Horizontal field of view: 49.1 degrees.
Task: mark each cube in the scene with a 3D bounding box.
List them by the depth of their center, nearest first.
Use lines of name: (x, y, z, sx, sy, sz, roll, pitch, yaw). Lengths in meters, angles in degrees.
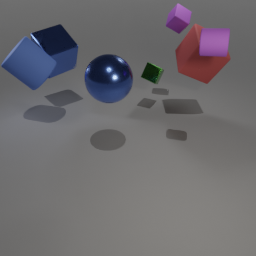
cube: (2.830, -2.834, 10.809, 1.400, 1.400, 1.400, 17, 49, -19)
cube: (2.053, -4.423, 11.367, 0.700, 0.700, 0.700, 23, 66, -19)
cube: (-3.105, -3.238, 11.854, 1.400, 1.400, 1.400, -30, 73, -28)
cube: (1.068, -2.358, 12.129, 0.700, 0.700, 0.700, 27, 12, 11)

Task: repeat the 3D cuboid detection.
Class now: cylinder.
cylinder: (2.259, -2.242, 7.337, 0.700, 0.700, 0.700, 6, 30, 16)
cylinder: (-3.616, -2.352, 10.289, 1.400, 1.400, 1.400, -34, 33, 26)

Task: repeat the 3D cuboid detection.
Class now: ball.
ball: (-0.549, -1.409, 8.068, 1.400, 1.400, 1.400, 0, 30, 0)
